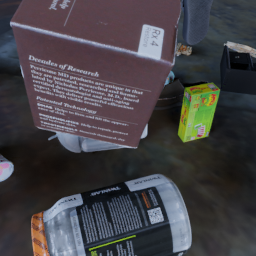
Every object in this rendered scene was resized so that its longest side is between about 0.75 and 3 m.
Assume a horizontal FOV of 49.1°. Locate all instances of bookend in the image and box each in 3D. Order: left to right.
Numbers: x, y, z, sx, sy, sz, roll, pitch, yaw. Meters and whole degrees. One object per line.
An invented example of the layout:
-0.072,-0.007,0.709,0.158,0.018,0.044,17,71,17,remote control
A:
4.346,-2.061,9.951,1.926,0.887,1.914,9,42,10,bookend

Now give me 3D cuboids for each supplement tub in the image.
-0.306,1.810,4.976,2.504,1.534,1.534,-11,42,-14,supplement tub

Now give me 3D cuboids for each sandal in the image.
1.949,-3.715,8.102,1.126,2.962,0.634,-26,61,-14,sandal

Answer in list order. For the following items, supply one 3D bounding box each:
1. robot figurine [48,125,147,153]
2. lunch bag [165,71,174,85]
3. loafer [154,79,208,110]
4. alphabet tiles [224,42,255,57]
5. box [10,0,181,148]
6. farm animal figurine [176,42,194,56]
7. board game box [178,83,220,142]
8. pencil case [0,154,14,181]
-0.775,-0.121,7.292,2.512,1.419,2.130,-5,29,-7,robot figurine
1.126,-1.766,9.726,0.369,0.767,0.957,-35,58,-28,lunch bag
1.462,-1.200,8.956,2.454,0.876,0.896,-4,41,-5,loafer
4.733,-2.913,10.714,1.984,0.145,1.940,8,19,-33,alphabet tiles
-0.424,-1.159,4.569,1.931,2.351,1.951,13,58,-3,box
2.120,-3.310,11.758,0.808,0.503,1.000,-12,35,-42,farm animal figurine
1.855,-0.385,7.482,0.800,1.574,0.375,-13,42,-14,board game box
-3.435,0.765,6.936,1.372,0.570,0.623,30,18,31,pencil case
